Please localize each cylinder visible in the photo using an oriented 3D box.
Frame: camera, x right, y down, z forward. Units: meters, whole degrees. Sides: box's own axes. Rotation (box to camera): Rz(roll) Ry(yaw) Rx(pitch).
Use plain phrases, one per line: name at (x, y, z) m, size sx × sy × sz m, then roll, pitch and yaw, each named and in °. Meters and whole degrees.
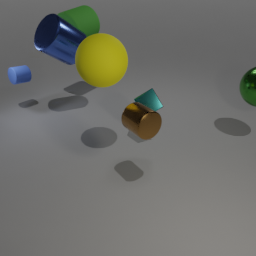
cylinder at (-2.473, -3.239, 10.356) m, size 1.400 × 1.400 × 1.400 m, roll 26°, pitch 5°, yaw 38°
cylinder at (-2.152, -4.343, 11.922) m, size 1.400 × 1.400 × 1.400 m, roll 19°, pitch 41°, yaw 30°
cylinder at (-4.551, -2.232, 11.769) m, size 0.700 × 0.700 × 0.700 m, roll 23°, pitch 31°, yaw 35°
cylinder at (0.314, -0.174, 6.588) m, size 0.700 × 0.700 × 0.700 m, roll -18°, pitch 33°, yaw -29°

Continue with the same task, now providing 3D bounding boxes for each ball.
ball at (-0.699, -1.788, 7.470) m, size 1.400 × 1.400 × 1.400 m, roll 0°, pitch 29°, yaw 0°
ball at (4.496, -1.393, 9.421) m, size 1.400 × 1.400 × 1.400 m, roll 0°, pitch 29°, yaw 0°

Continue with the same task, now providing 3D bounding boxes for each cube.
cube at (0.679, -0.822, 9.247) m, size 0.700 × 0.700 × 0.700 m, roll -31°, pitch 1°, yaw 6°
